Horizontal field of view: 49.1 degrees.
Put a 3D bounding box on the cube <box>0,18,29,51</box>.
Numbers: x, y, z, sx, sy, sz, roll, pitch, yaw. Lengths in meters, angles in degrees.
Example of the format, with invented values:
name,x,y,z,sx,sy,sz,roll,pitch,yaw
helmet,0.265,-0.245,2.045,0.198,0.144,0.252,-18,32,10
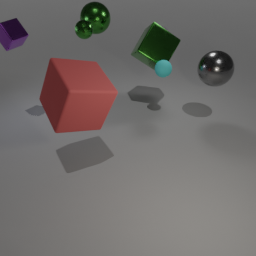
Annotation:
name,x,y,z,sx,sy,sz,roll,pitch,yaw
cube,-3.979,-3.188,9.567,0.700,0.700,0.700,-26,12,48

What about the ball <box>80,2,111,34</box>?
name,x,y,z,sx,sy,sz,roll,pitch,yaw
ball,-1.504,-5.064,12.916,1.400,1.400,1.400,0,31,0

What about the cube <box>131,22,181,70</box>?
name,x,y,z,sx,sy,sz,roll,pitch,yaw
cube,1.169,-3.505,12.229,1.400,1.400,1.400,30,1,-14

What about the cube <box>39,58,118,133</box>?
name,x,y,z,sx,sy,sz,roll,pitch,yaw
cube,-1.371,-0.867,7.526,1.400,1.400,1.400,-5,47,-38

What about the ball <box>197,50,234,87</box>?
name,x,y,z,sx,sy,sz,roll,pitch,yaw
ball,3.460,-2.340,11.065,1.400,1.400,1.400,0,31,0

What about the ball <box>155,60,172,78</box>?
name,x,y,z,sx,sy,sz,roll,pitch,yaw
ball,1.434,-2.405,11.374,0.700,0.700,0.700,0,31,0

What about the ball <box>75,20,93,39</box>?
name,x,y,z,sx,sy,sz,roll,pitch,yaw
ball,-1.667,-3.733,10.625,0.700,0.700,0.700,0,31,0
